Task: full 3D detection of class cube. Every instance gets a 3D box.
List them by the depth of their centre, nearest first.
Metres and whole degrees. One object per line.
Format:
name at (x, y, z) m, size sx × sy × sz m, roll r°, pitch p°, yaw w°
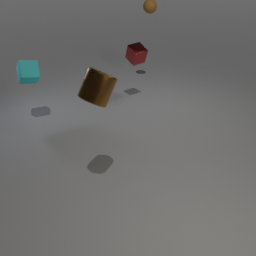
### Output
cube at (-3.854, -2.147, 10.814) m, size 0.700 × 0.700 × 0.700 m, roll -8°, pitch -9°, yaw -29°
cube at (0.387, -3.399, 12.845) m, size 0.700 × 0.700 × 0.700 m, roll -23°, pitch 61°, yaw -27°

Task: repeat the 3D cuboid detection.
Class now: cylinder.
cylinder at (-0.684, -0.912, 6.280) m, size 0.700 × 0.700 × 0.700 m, roll 23°, pitch 10°, yaw -4°

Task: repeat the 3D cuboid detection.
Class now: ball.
ball at (1.108, -6.097, 14.014) m, size 0.700 × 0.700 × 0.700 m, roll 0°, pitch 30°, yaw 0°
